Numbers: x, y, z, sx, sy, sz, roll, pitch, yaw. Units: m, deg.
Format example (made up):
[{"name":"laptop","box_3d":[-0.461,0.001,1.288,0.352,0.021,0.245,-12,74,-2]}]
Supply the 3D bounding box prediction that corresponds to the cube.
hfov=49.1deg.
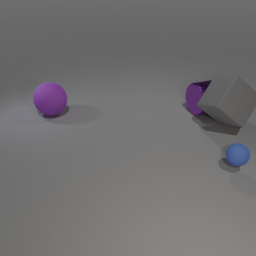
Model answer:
[{"name":"cube","box_3d":[3.825,-1.026,10.708,1.400,1.400,1.400,34,-4,-20]}]

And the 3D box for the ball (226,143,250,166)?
[{"name":"ball","box_3d":[3.349,0.816,8.549,0.700,0.700,0.700,0,30,0]}]

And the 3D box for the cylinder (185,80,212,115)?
[{"name":"cylinder","box_3d":[3.444,-1.345,12.110,1.400,1.400,1.400,-12,32,-19]}]

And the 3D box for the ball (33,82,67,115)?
[{"name":"ball","box_3d":[-3.299,-1.236,11.923,1.400,1.400,1.400,0,30,0]}]
